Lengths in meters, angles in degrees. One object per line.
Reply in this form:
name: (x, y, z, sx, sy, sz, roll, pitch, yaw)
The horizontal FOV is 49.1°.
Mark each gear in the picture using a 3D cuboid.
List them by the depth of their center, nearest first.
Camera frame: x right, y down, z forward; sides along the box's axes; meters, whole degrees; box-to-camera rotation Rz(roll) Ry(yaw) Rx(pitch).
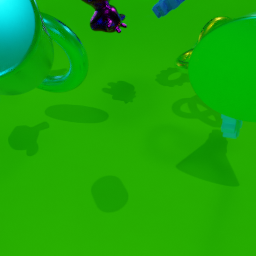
gear: (2.087, -0.454, 5.459, 0.239, 1.292, 1.292, 9, 37, 28)
gear: (1.369, -3.543, 7.353, 1.614, 0.298, 1.614, -36, 20, 15)

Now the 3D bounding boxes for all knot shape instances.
knot shape: (1.928, -1.673, 6.675, 1.678, 0.829, 1.794, -4, 74, 23)

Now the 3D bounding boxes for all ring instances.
ring: (-1.874, -1.602, 6.219, 2.058, 2.058, 0.412, 8, 51, 10)

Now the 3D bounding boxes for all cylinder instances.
cylinder: (-0.916, -0.616, 1.955, 0.705, 0.705, 0.705, -6, 1, -8)

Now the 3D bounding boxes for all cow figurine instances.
cow figurine: (-0.567, -2.962, 6.169, 1.572, 1.598, 0.877, 35, 45, 0)

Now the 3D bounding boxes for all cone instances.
cone: (1.682, -1.113, 3.518, 1.491, 1.491, 1.497, 14, 55, 18)
